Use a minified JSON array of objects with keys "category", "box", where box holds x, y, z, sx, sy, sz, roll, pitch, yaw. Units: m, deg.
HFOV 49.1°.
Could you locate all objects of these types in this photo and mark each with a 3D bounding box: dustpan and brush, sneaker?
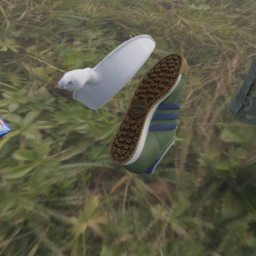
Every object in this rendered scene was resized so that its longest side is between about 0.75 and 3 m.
[{"category":"dustpan and brush","box":[-0.465,-0.896,4.882,0.784,1.911,2.739,44,22,-12]},{"category":"sneaker","box":[0.298,-0.098,2.817,0.417,0.559,1.244,16,71,42]}]

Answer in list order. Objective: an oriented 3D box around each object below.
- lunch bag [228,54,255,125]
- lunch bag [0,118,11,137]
[{"category":"lunch bag","box":[3.409,-1.121,5.532,2.570,2.108,1.511,-19,58,-13]},{"category":"lunch bag","box":[-3.002,-0.340,4.357,2.217,1.669,1.043,40,93,-2]}]
